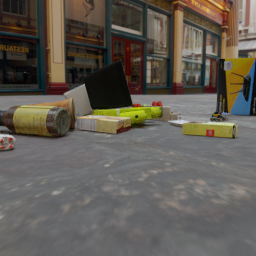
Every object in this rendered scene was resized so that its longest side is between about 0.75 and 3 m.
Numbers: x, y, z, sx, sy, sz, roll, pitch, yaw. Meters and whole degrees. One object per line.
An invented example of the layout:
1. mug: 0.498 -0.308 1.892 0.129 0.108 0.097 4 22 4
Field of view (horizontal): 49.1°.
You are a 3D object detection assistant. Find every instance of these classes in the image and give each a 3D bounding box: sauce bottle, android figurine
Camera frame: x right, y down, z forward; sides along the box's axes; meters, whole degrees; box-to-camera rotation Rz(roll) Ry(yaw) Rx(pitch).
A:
1. sauce bottle: -3.128 -0.263 8.672 2.789 0.902 0.902 5 10 25
2. android figurine: -0.161 -0.495 10.883 2.771 0.569 2.523 -6 6 -14

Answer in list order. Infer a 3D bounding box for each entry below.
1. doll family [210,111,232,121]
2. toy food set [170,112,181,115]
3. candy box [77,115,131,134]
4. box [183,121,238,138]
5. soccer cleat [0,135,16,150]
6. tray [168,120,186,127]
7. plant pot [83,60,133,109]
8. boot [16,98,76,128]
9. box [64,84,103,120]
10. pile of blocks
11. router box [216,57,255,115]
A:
1. doll family: 3.979 -0.508 12.148 1.091 0.428 0.630 0 3 -37
2. toy food set: 1.706 -0.708 13.231 1.580 0.249 1.004 14 4 11
3. candy box: -0.812 -0.146 9.406 1.605 0.444 0.926 5 10 31
4. box: 2.472 0.030 8.455 1.537 0.385 0.578 5 10 24
5. soccer cleat: -3.266 0.336 6.298 1.376 0.477 0.534 2 0 -37
6. tray: 2.140 -0.137 10.385 0.720 0.149 1.342 -3 9 -27
7. plant pot: -0.828 -1.511 11.008 1.566 1.761 1.766 -16 6 -4
8. boot: -3.041 -0.535 9.890 2.174 1.074 2.801 -3 9 -20
9. box: -1.778 -1.277 13.209 1.089 1.330 2.801 -23 4 14
10. pile of blocks: 1.184 -0.826 12.687 2.693 0.837 1.106 8 12 41
11. router box: 5.671 -2.102 14.371 2.134 2.861 0.730 1 7 16
